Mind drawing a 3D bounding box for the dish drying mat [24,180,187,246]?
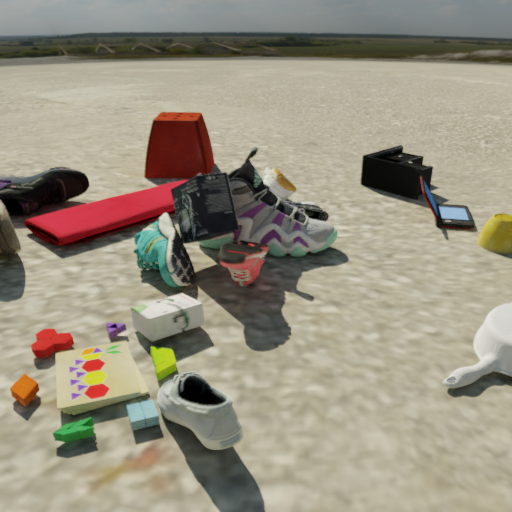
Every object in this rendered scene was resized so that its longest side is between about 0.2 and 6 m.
[{"bbox_3d":[-2.939,-1.083,13.065,1.666,0.395,4.339,22,33,40],"label":"dish drying mat"}]

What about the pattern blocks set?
[{"bbox_3d":[-2.109,1.577,7.434,2.086,0.192,2.373,-5,25,-10],"label":"pattern blocks set"}]

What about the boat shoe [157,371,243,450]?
[{"bbox_3d":[-0.687,1.638,6.476,0.587,0.599,1.683,-15,13,-30],"label":"boat shoe"}]

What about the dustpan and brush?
[{"bbox_3d":[3.408,1.335,7.676,2.173,0.622,1.516,-6,26,-29],"label":"dustpan and brush"}]

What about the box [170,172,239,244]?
[{"bbox_3d":[-0.959,-0.864,10.356,0.691,1.096,1.114,-14,0,-35],"label":"box"}]

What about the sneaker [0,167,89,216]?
[{"bbox_3d":[-5.240,-1.365,13.343,2.554,0.967,1.118,-12,43,-18],"label":"sneaker"}]

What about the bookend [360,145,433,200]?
[{"bbox_3d":[4.100,-2.298,15.152,1.801,0.835,1.812,-20,32,-37],"label":"bookend"}]

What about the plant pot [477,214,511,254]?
[{"bbox_3d":[5.035,-0.501,11.465,0.887,0.629,0.887,0,24,0],"label":"plant pot"}]

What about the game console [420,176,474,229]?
[{"bbox_3d":[4.371,-1.254,12.876,1.201,0.827,1.393,5,25,12],"label":"game console"}]

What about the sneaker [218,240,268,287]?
[{"bbox_3d":[-0.178,0.180,9.490,0.648,0.762,1.757,10,7,14],"label":"sneaker"}]

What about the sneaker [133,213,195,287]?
[{"bbox_3d":[-1.751,0.013,10.378,0.949,0.923,2.382,-27,26,-6],"label":"sneaker"}]

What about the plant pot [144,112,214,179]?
[{"bbox_3d":[-2.239,-3.295,16.389,1.842,1.625,1.844,1,24,2],"label":"plant pot"}]

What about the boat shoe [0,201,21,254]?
[{"bbox_3d":[-5.716,-0.517,11.125,1.190,1.209,3.247,-31,29,-33],"label":"boat shoe"}]

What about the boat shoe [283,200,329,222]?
[{"bbox_3d":[0.813,-0.835,12.215,1.743,0.643,0.595,0,21,-35],"label":"boat shoe"}]

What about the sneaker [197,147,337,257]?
[{"bbox_3d":[0.171,-1.124,11.094,2.942,2.058,1.143,3,25,6],"label":"sneaker"}]

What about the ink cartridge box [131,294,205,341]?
[{"bbox_3d":[-1.337,0.916,8.526,0.911,0.384,0.666,-15,20,-34],"label":"ink cartridge box"}]

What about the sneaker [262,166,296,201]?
[{"bbox_3d":[0.269,-1.491,13.310,0.907,1.052,2.399,44,5,-2],"label":"sneaker"}]
